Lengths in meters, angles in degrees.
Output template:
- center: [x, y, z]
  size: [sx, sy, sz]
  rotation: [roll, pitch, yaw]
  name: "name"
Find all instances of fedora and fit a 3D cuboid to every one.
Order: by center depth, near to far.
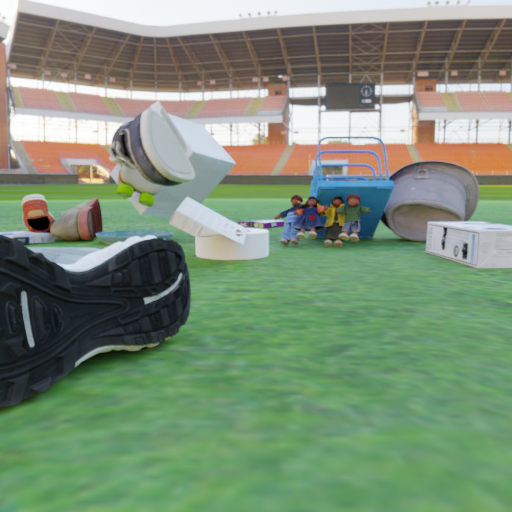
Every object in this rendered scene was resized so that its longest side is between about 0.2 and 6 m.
- center: [4.259, -1.143, 13.925]
  size: [2.576, 2.278, 1.163]
  rotation: [7, 38, 8]
  name: "fedora"

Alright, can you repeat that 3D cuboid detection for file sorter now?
- center: [2.263, -1.696, 14.225]
  size: [1.743, 1.541, 2.513]
  rotation: [-1, -26, -1]
  name: "file sorter"

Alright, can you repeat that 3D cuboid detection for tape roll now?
- center: [-0.492, -0.262, 11.379]
  size: [1.505, 0.526, 1.505]
  rotation: [0, 8, 0]
  name: "tape roll"

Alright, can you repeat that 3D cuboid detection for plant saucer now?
- center: [-2.982, -0.442, 13.813]
  size: [1.867, 0.256, 1.867]
  rotation: [0, 8, 0]
  name: "plant saucer"

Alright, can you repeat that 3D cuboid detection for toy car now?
- center: [-2.732, -1.651, 12.684]
  size: [0.984, 1.025, 1.248]
  rotation: [23, -16, -25]
  name: "toy car"

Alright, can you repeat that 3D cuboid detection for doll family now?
- center: [1.475, -0.905, 12.959]
  size: [2.268, 1.311, 0.890]
  rotation: [4, -23, 12]
  name: "doll family"

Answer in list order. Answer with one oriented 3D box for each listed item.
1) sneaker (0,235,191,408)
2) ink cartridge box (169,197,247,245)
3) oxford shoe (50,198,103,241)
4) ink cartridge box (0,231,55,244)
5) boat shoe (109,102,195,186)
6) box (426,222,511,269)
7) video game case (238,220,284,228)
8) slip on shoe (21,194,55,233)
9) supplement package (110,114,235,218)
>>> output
- center: [-1.842, 0.443, 4.401]
  size: [1.254, 1.169, 3.164]
  rotation: [-7, -3, 29]
  name: "sneaker"
- center: [-0.843, -0.540, 10.191]
  size: [1.317, 0.376, 1.070]
  rotation: [32, 18, -7]
  name: "ink cartridge box"
- center: [-4.772, -0.975, 15.027]
  size: [1.099, 1.035, 2.940]
  rotation: [-6, 7, -6]
  name: "oxford shoe"
- center: [-5.812, -0.437, 13.726]
  size: [1.189, 0.279, 1.175]
  rotation: [1, 6, 31]
  name: "ink cartridge box"
- center: [-1.744, -1.646, 8.936]
  size: [1.055, 1.222, 3.364]
  rotation: [-31, 23, 5]
  name: "boat shoe"
- center: [4.301, -0.254, 10.749]
  size: [1.292, 0.666, 2.216]
  rotation: [-1, 7, -5]
  name: "box"
- center: [0.168, -1.073, 18.720]
  size: [1.086, 0.214, 1.198]
  rotation: [6, 9, 37]
  name: "video game case"
- center: [-5.434, -0.836, 14.014]
  size: [0.763, 0.630, 2.060]
  rotation: [-10, -17, -18]
  name: "slip on shoe"
- center: [-2.065, -2.196, 14.045]
  size: [1.527, 2.076, 1.985]
  rotation: [50, 21, 18]
  name: "supplement package"
